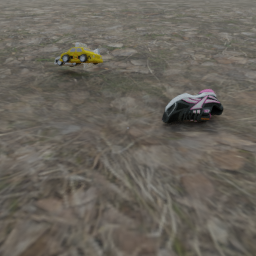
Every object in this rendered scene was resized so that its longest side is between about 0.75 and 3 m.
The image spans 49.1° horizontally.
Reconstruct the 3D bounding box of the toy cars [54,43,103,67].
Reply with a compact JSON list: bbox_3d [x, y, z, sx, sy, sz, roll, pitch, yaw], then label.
[{"bbox_3d":[-1.830,-2.581,10.030,1.335,0.660,2.979,0,8,-21],"label":"toy cars"}]

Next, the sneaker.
[{"bbox_3d":[1.778,-0.473,7.365,1.832,0.736,0.791,-22,54,-20],"label":"sneaker"}]

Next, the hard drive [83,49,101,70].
[{"bbox_3d":[-1.266,-2.377,9.727,0.775,0.511,0.103,-11,-3,38],"label":"hard drive"}]
